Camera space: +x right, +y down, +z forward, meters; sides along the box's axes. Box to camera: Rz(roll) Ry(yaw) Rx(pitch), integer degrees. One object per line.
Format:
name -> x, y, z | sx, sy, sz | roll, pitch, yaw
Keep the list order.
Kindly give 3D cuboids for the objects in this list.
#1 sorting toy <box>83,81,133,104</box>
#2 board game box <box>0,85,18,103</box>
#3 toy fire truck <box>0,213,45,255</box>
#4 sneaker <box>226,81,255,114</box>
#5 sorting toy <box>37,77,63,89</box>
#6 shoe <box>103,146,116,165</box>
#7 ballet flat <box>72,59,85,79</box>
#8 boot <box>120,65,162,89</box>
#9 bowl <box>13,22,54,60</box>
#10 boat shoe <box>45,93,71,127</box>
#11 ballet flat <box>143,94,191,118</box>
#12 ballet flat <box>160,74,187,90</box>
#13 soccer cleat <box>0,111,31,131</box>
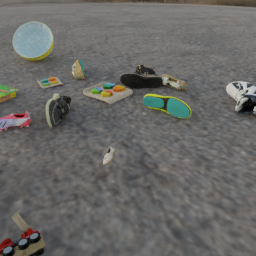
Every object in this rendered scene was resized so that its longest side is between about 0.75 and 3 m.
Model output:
sorting toy -> -1.064, -1.955, 14.761 | 2.021, 0.369, 1.870 | 25, 39, 35
board game box -> -6.953, -1.494, 14.006 | 1.277, 0.401, 2.673 | 20, 39, 28
toy fire truck -> -2.695, 2.699, 6.851 | 0.958, 0.700, 1.088 | -22, 26, -31
sneaker -> 5.369, -1.414, 13.180 | 1.701, 1.043, 2.614 | -11, 42, -33
sorting toy -> -4.466, -2.631, 16.024 | 1.224, 0.223, 1.133 | -15, 34, -24
shoe -> -0.648, 0.898, 9.134 | 0.337, 0.257, 0.963 | -28, 14, 21
ballet flat -> -3.106, -3.631, 17.213 | 0.732, 0.797, 2.322 | -20, 32, -2
boot -> 0.648, -2.976, 15.963 | 2.369, 0.867, 1.784 | 0, 32, -7
bowl -> -6.502, -5.893, 19.887 | 2.799, 2.799, 1.506 | 2, -13, 3
boat shoe -> -3.042, -0.902, 12.463 | 0.872, 0.948, 2.653 | -6, 27, -1
ballet flat -> 1.897, -1.125, 13.010 | 2.534, 0.847, 0.849 | 19, 26, 32
ballet flat -> 2.359, -2.544, 15.452 | 1.807, 0.637, 0.590 | 21, 25, 32
soccer cleat -> -5.007, -0.310, 11.735 | 1.766, 0.675, 0.589 | -7, 32, -13
